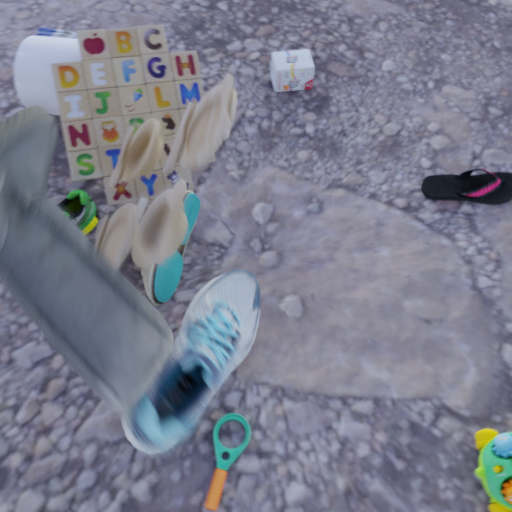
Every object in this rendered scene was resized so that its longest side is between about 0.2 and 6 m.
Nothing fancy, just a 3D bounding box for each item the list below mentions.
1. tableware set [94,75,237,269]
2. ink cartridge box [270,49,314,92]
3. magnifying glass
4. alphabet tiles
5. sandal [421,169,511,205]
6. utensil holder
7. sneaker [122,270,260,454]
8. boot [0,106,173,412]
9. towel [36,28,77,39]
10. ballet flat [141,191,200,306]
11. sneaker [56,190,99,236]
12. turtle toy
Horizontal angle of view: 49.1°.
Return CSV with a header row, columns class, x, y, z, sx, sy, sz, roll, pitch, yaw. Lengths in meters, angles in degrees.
class,x,y,z,sx,sy,sz,roll,pitch,yaw
tableware set,-1.712,-1.168,9.195,0.443,3.822,3.192,27,68,-34
ink cartridge box,0.802,-4.198,12.713,0.890,0.647,0.644,-7,59,-4
magnifying glass,-0.485,3.117,8.548,0.574,0.161,1.442,13,60,8
alphabet tiles,-2.356,-2.781,10.990,2.832,0.108,3.404,-10,92,-15
sandal,4.331,-1.420,11.135,1.996,0.450,0.750,-1,59,-1
utensil holder,-3.789,-3.736,11.876,1.983,1.685,1.685,8,59,9
sneaker,-0.745,1.549,8.620,1.269,1.412,3.270,33,66,-6
boot,-2.662,-0.102,8.258,3.837,1.392,3.489,41,34,-17
towel,-3.699,-4.580,12.524,1.958,1.438,0.233,7,81,6
ballet flat,-1.681,-0.156,10.278,0.838,0.838,2.413,12,58,7
sneaker,-3.798,-0.418,10.272,0.815,0.889,2.088,26,63,15
turtle toy,4.115,3.105,8.084,1.863,0.942,1.358,-1,59,-1
